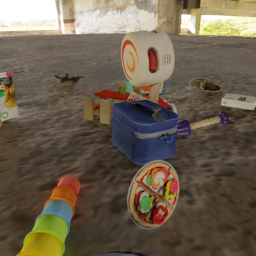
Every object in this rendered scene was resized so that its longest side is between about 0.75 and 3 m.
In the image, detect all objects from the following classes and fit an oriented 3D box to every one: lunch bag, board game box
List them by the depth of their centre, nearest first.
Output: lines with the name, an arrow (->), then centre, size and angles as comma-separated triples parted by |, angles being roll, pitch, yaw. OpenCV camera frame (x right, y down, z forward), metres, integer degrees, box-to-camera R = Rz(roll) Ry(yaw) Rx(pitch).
lunch bag -> 0.466, -0.032, 8.073 | 1.468, 1.430, 2.161 | -13, 26, -27
board game box -> -5.357, -0.928, 9.735 | 2.798, 1.766, 0.484 | -21, 30, -38
board game box -> 0.906, -2.428, 14.739 | 1.897, 0.561, 2.494 | 3, 24, 7

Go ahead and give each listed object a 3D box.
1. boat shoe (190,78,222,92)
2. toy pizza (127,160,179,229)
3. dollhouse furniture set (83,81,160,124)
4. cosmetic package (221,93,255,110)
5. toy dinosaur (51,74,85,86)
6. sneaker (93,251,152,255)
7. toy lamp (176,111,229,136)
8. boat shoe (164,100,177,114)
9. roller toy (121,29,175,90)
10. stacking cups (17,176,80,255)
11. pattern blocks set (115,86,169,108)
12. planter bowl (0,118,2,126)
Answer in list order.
boat shoe -> 3.910, -2.157, 14.130 | 1.629, 0.585, 0.485 | 13, 23, 15
toy pizza -> 0.547, 1.259, 5.245 | 1.309, 1.309, 0.207 | -17, 14, -35
dollhouse furniture set -> -0.091, -1.194, 10.884 | 2.578, 1.342, 2.606 | 13, 26, 28
cosmetic package -> 4.819, -1.158, 12.101 | 1.309, 0.338, 0.987 | 12, 23, 27
toy dinosaur -> -3.154, -2.516, 15.094 | 1.736, 0.668, 0.888 | 12, 39, 9
sneaker -> 0.358, 1.969, 3.684 | 2.353, 1.030, 0.876 | 6, 43, 11
toy lamp -> 2.400, -0.139, 9.306 | 1.884, 0.548, 0.548 | -15, 27, -15
boat shoe -> 1.426, -0.747, 10.910 | 0.527, 0.556, 1.591 | -12, 24, -9
roller toy -> 0.806, -2.744, 10.987 | 1.585, 2.069, 2.269 | -15, 69, -20
stacking cups -> -1.359, 1.622, 5.146 | 0.710, 0.710, 2.347 | 0, 23, 0
pattern blocks set -> 0.399, -0.774, 9.818 | 1.697, 1.492, 0.138 | 36, 17, 7
planter bowl -> -4.604, 0.490, 7.326 | 2.587, 1.078, 2.587 | 0, 24, 0
